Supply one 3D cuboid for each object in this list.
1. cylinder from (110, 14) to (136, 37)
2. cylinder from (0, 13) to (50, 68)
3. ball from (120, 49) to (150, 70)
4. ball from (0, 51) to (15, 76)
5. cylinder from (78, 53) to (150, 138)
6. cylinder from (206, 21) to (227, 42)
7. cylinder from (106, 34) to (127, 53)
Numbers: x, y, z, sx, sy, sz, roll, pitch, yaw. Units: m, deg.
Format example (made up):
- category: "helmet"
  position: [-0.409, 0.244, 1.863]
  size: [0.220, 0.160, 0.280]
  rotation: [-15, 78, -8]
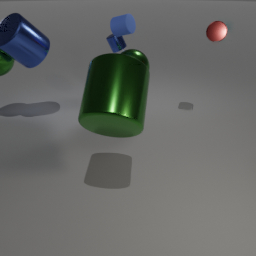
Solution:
- category: "cylinder"
  position: [-0.183, -3.781, 10.320]
  size: [0.700, 0.700, 0.700]
  rotation: [0, 24, 32]
- category: "cylinder"
  position: [-3.778, -3.087, 10.011]
  size: [1.400, 1.400, 1.400]
  rotation: [23, -7, 36]
- category: "ball"
  position: [0.158, -2.408, 11.099]
  size: [1.400, 1.400, 1.400]
  rotation: [0, 28, 0]
- category: "ball"
  position: [-5.015, -2.635, 10.517]
  size: [1.400, 1.400, 1.400]
  rotation: [0, 28, 0]
- category: "cylinder"
  position: [-0.280, -0.662, 6.148]
  size: [1.400, 1.400, 1.400]
  rotation: [5, 70, 9]
- category: "cylinder"
  position: [3.144, -3.429, 9.977]
  size: [0.700, 0.700, 0.700]
  rotation: [7, 19, 13]
- category: "cylinder"
  position: [-0.512, -3.830, 12.483]
  size: [0.700, 0.700, 0.700]
  rotation: [-22, 28, 12]
